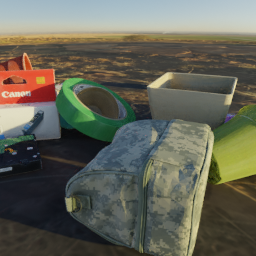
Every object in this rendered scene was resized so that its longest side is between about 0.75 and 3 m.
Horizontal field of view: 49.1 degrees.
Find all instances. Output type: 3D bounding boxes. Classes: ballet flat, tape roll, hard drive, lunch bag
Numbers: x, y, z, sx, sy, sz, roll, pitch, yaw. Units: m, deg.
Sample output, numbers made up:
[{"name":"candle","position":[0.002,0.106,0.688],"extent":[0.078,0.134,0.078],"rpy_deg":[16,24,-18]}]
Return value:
[{"name":"ballet flat","position":[-2.694,-0.343,11.256],"extent":[1.793,0.610,0.613],"rpy_deg":[9,15,20]},{"name":"tape roll","position":[-1.135,-0.715,10.234],"extent":[2.920,0.702,2.920],"rpy_deg":[26,27,-14]},{"name":"hard drive","position":[-3.493,0.806,8.655],"extent":[1.429,0.387,2.046],"rpy_deg":[-9,24,-21]},{"name":"lunch bag","position":[0.378,0.989,5.935],"extent":[2.473,2.054,2.948],"rpy_deg":[11,25,17]}]

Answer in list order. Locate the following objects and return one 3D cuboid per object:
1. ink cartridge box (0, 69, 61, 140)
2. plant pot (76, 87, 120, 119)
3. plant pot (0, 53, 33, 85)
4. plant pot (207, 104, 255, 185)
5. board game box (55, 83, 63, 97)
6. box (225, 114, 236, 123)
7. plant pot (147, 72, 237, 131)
[{"name":"ink cartridge box","position":[-3.834,-0.723,9.697],"extent":[2.755,2.427,0.616],"rpy_deg":[-5,24,-11]},{"name":"plant pot","position":[-1.328,-0.541,10.595],"extent":[1.800,1.800,1.209],"rpy_deg":[-6,-5,-15]},{"name":"plant pot","position":[-5.316,-1.516,11.758],"extent":[2.683,2.759,2.759],"rpy_deg":[-13,24,-9]},{"name":"plant pot","position":[2.842,0.615,7.568],"extent":[1.909,2.011,2.011],"rpy_deg":[-20,27,-14]},{"name":"board game box","position":[-3.617,-2.175,15.910],"extent":[1.477,0.452,1.950],"rpy_deg":[19,29,39]},{"name":"box","position":[3.568,-0.340,11.134],"extent":[1.871,0.366,1.280],"rpy_deg":[-1,7,-1]},{"name":"plant pot","position":[2.164,-0.500,9.479],"extent":[2.480,2.198,2.483],"rpy_deg":[9,25,21]}]
